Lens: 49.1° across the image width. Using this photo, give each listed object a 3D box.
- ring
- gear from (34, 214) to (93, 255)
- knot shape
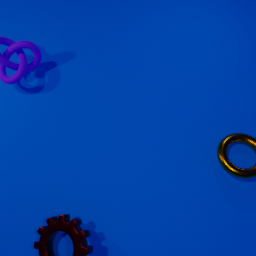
[{"bbox_3d":[3.416,0.811,8.404,1.463,0.293,1.463,-1,61,1],"label":"ring"},{"bbox_3d":[-1.744,3.180,7.473,1.657,0.306,1.657,-4,79,22],"label":"gear"},{"bbox_3d":[-3.477,-2.222,8.875,1.449,0.716,1.549,-17,96,-18],"label":"knot shape"}]
